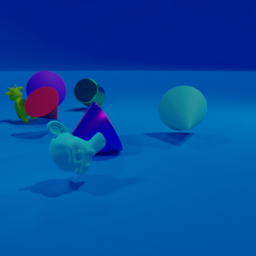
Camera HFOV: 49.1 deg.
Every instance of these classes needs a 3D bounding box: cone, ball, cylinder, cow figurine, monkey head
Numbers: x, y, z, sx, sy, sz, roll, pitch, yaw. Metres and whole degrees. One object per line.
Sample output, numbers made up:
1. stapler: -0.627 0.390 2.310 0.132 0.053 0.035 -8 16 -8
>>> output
1. cone: -1.008 0.294 6.243 1.301 1.296 1.296 -31 21 -12
2. cone: 1.526 -0.261 7.474 1.390 1.390 1.396 1 25 4
3. ball: -2.838 -1.304 9.749 1.345 1.345 1.345 0 13 0
4. cone: -2.276 -0.491 8.133 1.006 1.006 1.010 4 -27 16
5. cylinder: -1.677 -1.511 12.387 1.103 1.103 1.103 3 -7 14
6. cow figurine: -3.730 -0.856 9.725 0.648 1.162 1.181 -28 35 -23
7. monkey head: -0.838 0.336 4.585 0.693 1.150 0.827 24 54 40
